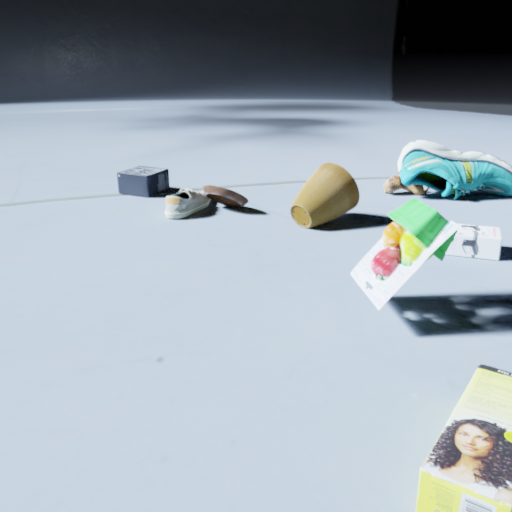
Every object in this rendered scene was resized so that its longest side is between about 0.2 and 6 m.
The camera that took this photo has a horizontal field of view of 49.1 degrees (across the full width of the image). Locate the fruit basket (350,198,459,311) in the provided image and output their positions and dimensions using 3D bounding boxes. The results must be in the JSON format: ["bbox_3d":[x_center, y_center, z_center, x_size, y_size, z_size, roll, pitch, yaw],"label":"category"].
[{"bbox_3d":[2.087,-0.031,8.035,0.719,1.534,1.421,32,12,-16],"label":"fruit basket"}]

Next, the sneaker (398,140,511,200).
[{"bbox_3d":[5.419,-2.044,15.103,3.298,1.278,1.314,12,62,2],"label":"sneaker"}]

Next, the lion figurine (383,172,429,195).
[{"bbox_3d":[4.220,-1.933,15.484,1.359,0.493,0.832,11,36,14],"label":"lion figurine"}]

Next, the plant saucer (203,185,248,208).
[{"bbox_3d":[-0.777,-1.438,13.801,1.179,0.203,1.179,17,-9,3],"label":"plant saucer"}]

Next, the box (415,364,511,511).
[{"bbox_3d":[2.186,1.739,5.243,0.763,0.508,2.026,13,23,30],"label":"box"}]

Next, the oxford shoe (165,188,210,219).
[{"bbox_3d":[-1.675,-1.417,13.908,0.761,0.584,2.023,3,18,17],"label":"oxford shoe"}]

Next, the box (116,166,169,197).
[{"bbox_3d":[-3.144,-2.077,15.615,1.042,0.642,1.033,10,22,25],"label":"box"}]

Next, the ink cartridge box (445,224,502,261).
[{"bbox_3d":[4.180,-0.294,10.941,1.090,0.456,0.791,7,21,19],"label":"ink cartridge box"}]

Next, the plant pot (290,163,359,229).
[{"bbox_3d":[1.427,-1.244,12.652,1.345,1.253,1.253,-38,38,-28],"label":"plant pot"}]
